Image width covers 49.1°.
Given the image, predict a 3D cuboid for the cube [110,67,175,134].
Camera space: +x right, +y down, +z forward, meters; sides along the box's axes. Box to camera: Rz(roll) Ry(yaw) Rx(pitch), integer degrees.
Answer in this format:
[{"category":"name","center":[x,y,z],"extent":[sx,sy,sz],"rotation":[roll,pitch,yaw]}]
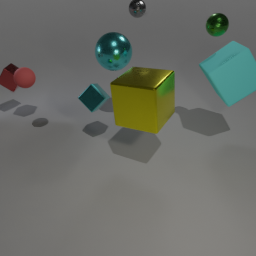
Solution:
[{"category":"cube","center":[0.480,-0.865,8.235],"extent":[1.400,1.400,1.400],"rotation":[12,35,27]}]

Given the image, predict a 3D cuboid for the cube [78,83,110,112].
[{"category":"cube","center":[-1.159,-1.049,9.665],"extent":[0.700,0.700,0.700],"rotation":[46,14,0]}]

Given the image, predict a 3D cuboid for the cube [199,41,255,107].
[{"category":"cube","center":[3.466,-1.841,9.424],"extent":[1.400,1.400,1.400],"rotation":[-34,22,16]}]

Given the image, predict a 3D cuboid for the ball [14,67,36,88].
[{"category":"ball","center":[-3.482,-1.694,9.448],"extent":[0.700,0.700,0.700],"rotation":[0,32,0]}]

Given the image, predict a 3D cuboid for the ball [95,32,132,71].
[{"category":"ball","center":[-0.536,-2.836,10.423],"extent":[1.400,1.400,1.400],"rotation":[0,32,0]}]

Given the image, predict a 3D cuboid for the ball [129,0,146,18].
[{"category":"ball","center":[0.373,-4.768,11.166],"extent":[0.700,0.700,0.700],"rotation":[0,32,0]}]

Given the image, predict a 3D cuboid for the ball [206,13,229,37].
[{"category":"ball","center":[2.789,-3.224,8.763],"extent":[0.700,0.700,0.700],"rotation":[0,32,0]}]

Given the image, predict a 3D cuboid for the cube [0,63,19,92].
[{"category":"cube","center":[-4.483,-1.951,10.851],"extent":[0.700,0.700,0.700],"rotation":[32,26,-15]}]
